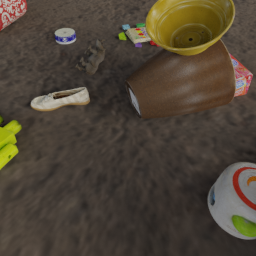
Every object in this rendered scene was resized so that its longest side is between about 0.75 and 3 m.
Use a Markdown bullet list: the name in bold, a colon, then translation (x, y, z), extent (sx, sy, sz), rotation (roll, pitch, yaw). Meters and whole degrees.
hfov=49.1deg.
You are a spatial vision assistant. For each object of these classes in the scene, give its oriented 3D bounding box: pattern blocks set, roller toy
- **pattern blocks set**: translation (0.452, -3.563, 10.752), extent (1.624, 0.150, 1.848), rotation (-4, 44, -4)
- **roller toy**: translation (2.152, 1.325, 5.107), extent (1.328, 0.928, 1.212), rotation (-12, 52, -24)

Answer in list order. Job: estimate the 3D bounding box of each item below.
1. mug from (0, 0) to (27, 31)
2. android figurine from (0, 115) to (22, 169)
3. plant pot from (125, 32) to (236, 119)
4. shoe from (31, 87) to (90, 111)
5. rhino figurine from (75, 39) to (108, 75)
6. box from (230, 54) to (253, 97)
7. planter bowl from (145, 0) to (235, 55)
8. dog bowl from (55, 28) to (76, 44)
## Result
- **mug**: translation (-5.336, -4.752, 11.113), extent (1.934, 1.453, 2.178), rotation (14, 42, 11)
- **android figurine**: translation (-3.489, 0.416, 6.424), extent (1.843, 0.416, 2.025), rotation (19, 46, 18)
- **plant pot**: translation (1.136, -1.128, 7.101), extent (2.239, 2.092, 2.092), rotation (-24, 48, -7)
- **shoe**: translation (-1.873, -0.836, 7.711), extent (1.608, 0.429, 0.562), rotation (-9, 45, -9)
- **rhino figurine**: translation (-1.073, -2.308, 8.961), extent (0.617, 0.422, 1.410), rotation (36, 67, -20)
- **box**: translation (2.885, -1.632, 8.330), extent (0.744, 0.713, 1.493), rotation (-11, 45, -11)
- **planter bowl**: translation (1.344, -2.156, 6.105), extent (1.823, 0.759, 1.823), rotation (-8, 61, 14)
- **dog bowl**: translation (-2.355, -3.464, 10.547), extent (0.755, 0.297, 0.755), rotation (0, 44, 0)
